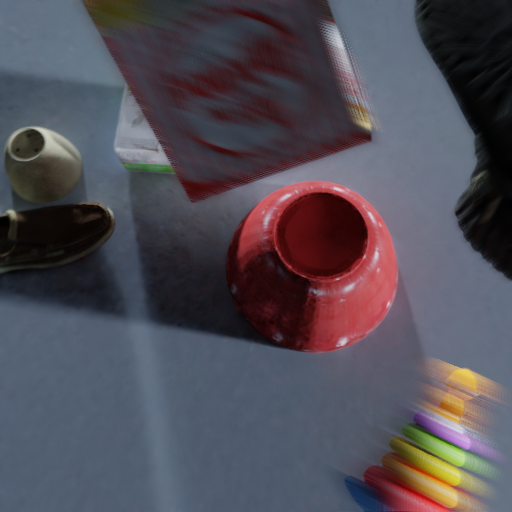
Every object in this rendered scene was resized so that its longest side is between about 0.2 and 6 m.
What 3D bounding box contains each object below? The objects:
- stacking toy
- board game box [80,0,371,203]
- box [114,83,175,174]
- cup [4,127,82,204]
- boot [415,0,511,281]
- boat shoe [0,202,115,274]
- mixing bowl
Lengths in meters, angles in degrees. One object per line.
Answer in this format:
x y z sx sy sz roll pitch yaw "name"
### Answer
1.652 1.799 5.281 0.879 0.929 1.601 34 81 -32 "stacking toy"
-0.333 -2.402 6.296 2.402 3.171 0.734 -17 30 19 "board game box"
-1.257 -2.121 8.940 1.691 0.817 1.492 4 72 1 "box"
-3.415 -1.526 8.732 1.178 0.842 1.178 0 71 -1 "cup"
2.733 -1.375 6.226 1.274 2.532 3.387 -20 67 6 "boot"
-3.369 -0.276 8.261 2.487 0.920 0.919 -19 72 -6 "boat shoe"
0.838 -0.037 7.933 2.638 1.429 2.638 0 72 1 "mixing bowl"
